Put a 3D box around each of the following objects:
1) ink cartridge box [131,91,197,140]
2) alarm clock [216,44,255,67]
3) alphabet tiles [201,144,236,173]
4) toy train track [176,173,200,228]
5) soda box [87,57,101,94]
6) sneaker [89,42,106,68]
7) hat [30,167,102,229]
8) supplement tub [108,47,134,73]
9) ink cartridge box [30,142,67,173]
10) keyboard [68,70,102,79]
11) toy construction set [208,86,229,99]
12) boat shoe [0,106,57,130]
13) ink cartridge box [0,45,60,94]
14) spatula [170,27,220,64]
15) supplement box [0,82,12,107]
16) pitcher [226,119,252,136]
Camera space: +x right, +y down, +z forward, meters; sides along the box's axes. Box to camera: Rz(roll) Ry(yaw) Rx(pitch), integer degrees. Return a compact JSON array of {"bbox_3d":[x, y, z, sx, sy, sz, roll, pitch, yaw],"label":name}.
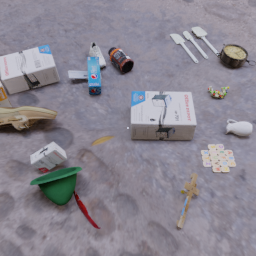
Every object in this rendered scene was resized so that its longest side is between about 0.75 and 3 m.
[{"bbox_3d":[1.323,-0.507,11.048,2.432,1.044,1.781,0,51,1],"label":"ink cartridge box"},{"bbox_3d":[5.307,-3.426,13.611,1.863,0.620,1.256,28,53,18],"label":"alarm clock"},{"bbox_3d":[3.338,1.116,10.365,1.191,0.089,1.218,1,51,0],"label":"alphabet tiles"},{"bbox_3d":[1.833,2.276,8.946,0.285,1.004,1.750,5,68,43],"label":"toy train track"},{"bbox_3d":[-1.523,-2.368,12.571,0.555,0.586,1.729,-2,61,-7],"label":"soda box"},{"bbox_3d":[-1.541,-3.555,13.669,0.609,0.712,1.634,-20,55,-16],"label":"sneaker"},{"bbox_3d":[-2.069,2.361,9.050,1.715,2.071,1.823,-16,92,-14],"label":"hat"},{"bbox_3d":[-0.382,-3.318,13.451,0.761,0.761,1.422,-28,57,-20],"label":"supplement tub"},{"bbox_3d":[-2.763,1.027,9.782,1.003,0.724,0.420,-30,47,7],"label":"ink cartridge box"},{"bbox_3d":[-1.978,-2.446,12.921,1.526,0.081,0.430,-2,64,-22],"label":"keyboard"},{"bbox_3d":[3.950,-1.604,12.309,0.901,0.415,0.591,11,76,18],"label":"toy construction set"},{"bbox_3d":[-4.145,-0.351,11.040,2.821,1.005,0.910,0,86,9],"label":"boat shoe"},{"bbox_3d":[-4.482,-2.681,12.727,2.328,0.980,1.683,-17,54,-10],"label":"ink cartridge box"},{"bbox_3d":[3.591,-4.400,14.659,1.859,0.215,2.673,-16,53,-14],"label":"spatula"},{"bbox_3d":[-5.764,-1.780,11.843,0.790,1.354,2.149,-26,55,-19],"label":"supplement box"},{"bbox_3d":[4.374,-0.058,11.044,0.930,0.564,0.798,5,42,18],"label":"pitcher"}]
